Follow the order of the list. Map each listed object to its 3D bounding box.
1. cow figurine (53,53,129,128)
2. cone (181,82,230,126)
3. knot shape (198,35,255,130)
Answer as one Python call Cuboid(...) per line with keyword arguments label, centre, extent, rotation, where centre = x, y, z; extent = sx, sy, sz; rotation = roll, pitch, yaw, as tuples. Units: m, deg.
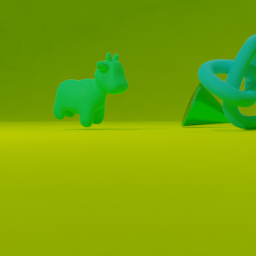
Cuboid(label="cow figurine", centre=(-0.879, -0.907, 6.417), extent=(1.740, 1.712, 0.955), rotation=(15, 15, 21))
Cuboid(label="cone", centre=(2.799, -0.487, 9.178), extent=(1.594, 1.588, 1.588), rotation=(23, 4, 5))
Cuboid(label="knot shape", centre=(2.379, -0.968, 5.990), extent=(1.895, 2.025, 0.936), rotation=(-2, -4, -24))
